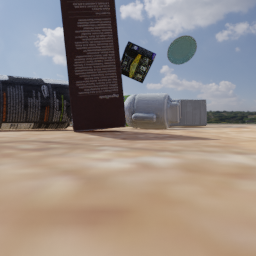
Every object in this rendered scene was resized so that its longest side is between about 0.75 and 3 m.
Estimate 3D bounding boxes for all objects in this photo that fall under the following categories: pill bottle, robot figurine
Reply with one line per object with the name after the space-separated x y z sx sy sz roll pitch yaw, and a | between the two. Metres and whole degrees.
-2.408 -0.550 6.179 2.238 1.189 1.189 0 1 -33 | pill bottle
0.571 -0.450 7.446 1.653 0.933 1.402 0 17 18 | robot figurine

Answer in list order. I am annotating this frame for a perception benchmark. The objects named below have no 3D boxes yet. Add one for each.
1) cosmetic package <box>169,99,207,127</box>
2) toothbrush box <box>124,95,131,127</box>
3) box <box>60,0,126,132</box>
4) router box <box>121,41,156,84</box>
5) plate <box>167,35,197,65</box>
1.476 -0.521 10.055 2.378 1.072 1.270 -3 1 -11 | cosmetic package
0.072 -0.680 11.358 1.724 1.256 0.742 0 1 40 | toothbrush box
-0.697 -1.290 5.287 0.998 2.663 1.333 -7 2 -10 | box
0.342 -2.829 12.271 1.315 0.437 1.673 24 -31 -3 | router box
2.204 -3.223 11.539 1.315 1.315 0.168 0 42 -19 | plate
